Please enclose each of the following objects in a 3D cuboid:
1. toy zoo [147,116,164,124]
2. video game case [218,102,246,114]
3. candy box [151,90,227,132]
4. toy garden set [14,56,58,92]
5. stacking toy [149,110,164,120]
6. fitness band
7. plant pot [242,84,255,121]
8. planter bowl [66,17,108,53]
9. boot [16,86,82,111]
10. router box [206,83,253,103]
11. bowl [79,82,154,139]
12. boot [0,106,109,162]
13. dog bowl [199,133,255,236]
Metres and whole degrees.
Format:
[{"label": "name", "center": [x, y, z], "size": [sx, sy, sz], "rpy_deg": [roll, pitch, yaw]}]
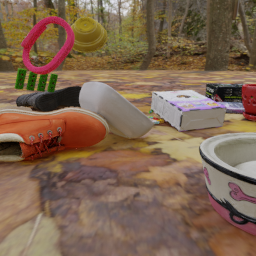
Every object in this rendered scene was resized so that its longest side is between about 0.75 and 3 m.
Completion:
[{"label": "toy zoo", "center": [0.764, -0.254, 9.401], "size": [0.616, 0.096, 0.940], "rpy_deg": [-8, 16, -30]}, {"label": "video game case", "center": [3.650, -0.865, 11.595], "size": [2.389, 0.227, 1.707], "rpy_deg": [3, 14, 8]}, {"label": "candy box", "center": [1.886, -0.630, 9.071], "size": [1.609, 0.686, 1.918], "rpy_deg": [-6, 25, -22]}, {"label": "toy garden set", "center": [-2.565, -1.583, 7.936], "size": [0.250, 1.044, 1.252], "rpy_deg": [27, 17, 35]}, {"label": "stacking toy", "center": [1.383, -0.524, 10.228], "size": [0.850, 0.265, 1.128], "rpy_deg": [-5, 13, -27]}, {"label": "fitness band", "center": [-1.891, -1.926, 6.574], "size": [1.017, 1.416, 0.265], "rpy_deg": [38, 0, 9]}, {"label": "plant pot", "center": [4.584, -0.886, 9.611], "size": [1.334, 1.215, 1.334], "rpy_deg": [1, 15, 0]}, {"label": "planter bowl", "center": [-1.617, -3.763, 10.824], "size": [1.638, 1.638, 0.682], "rpy_deg": [-1, -24, -3]}, {"label": "boot", "center": [-3.224, -1.335, 12.068], "size": [1.791, 0.949, 2.721], "rpy_deg": [9, 13, 40]}, {"label": "router box", "center": [5.302, -1.722, 13.769], "size": [2.554, 0.793, 1.914], "rpy_deg": [1, 14, 2]}, {"label": "bowl", "center": [-0.419, -0.376, 7.323], "size": [1.862, 0.696, 1.864], "rpy_deg": [37, -11, -27]}, {"label": "boot", "center": [-1.740, 0.229, 6.160], "size": [2.674, 1.003, 1.434], "rpy_deg": [0, 29, -5]}, {"label": "dog bowl", "center": [2.142, 0.743, 3.946], "size": [2.273, 0.838, 2.273], "rpy_deg": [0, 14, 0]}]
